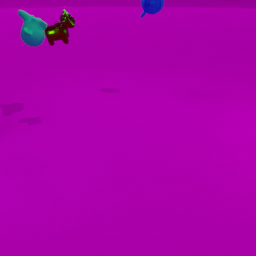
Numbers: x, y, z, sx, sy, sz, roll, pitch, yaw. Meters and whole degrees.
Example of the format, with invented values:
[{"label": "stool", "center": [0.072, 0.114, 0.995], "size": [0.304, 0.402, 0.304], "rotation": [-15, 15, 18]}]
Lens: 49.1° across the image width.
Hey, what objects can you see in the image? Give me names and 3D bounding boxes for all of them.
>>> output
[{"label": "teapot", "center": [0.917, -4.561, 10.108], "size": [0.859, 1.381, 0.676], "rotation": [36, 30, -18]}, {"label": "cow figurine", "center": [-1.861, -2.710, 7.566], "size": [0.939, 0.924, 0.515], "rotation": [-7, 58, 2]}, {"label": "monkey head", "center": [-3.095, -3.079, 8.765], "size": [1.053, 0.882, 1.464], "rotation": [31, -7, -15]}]
